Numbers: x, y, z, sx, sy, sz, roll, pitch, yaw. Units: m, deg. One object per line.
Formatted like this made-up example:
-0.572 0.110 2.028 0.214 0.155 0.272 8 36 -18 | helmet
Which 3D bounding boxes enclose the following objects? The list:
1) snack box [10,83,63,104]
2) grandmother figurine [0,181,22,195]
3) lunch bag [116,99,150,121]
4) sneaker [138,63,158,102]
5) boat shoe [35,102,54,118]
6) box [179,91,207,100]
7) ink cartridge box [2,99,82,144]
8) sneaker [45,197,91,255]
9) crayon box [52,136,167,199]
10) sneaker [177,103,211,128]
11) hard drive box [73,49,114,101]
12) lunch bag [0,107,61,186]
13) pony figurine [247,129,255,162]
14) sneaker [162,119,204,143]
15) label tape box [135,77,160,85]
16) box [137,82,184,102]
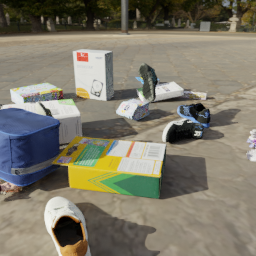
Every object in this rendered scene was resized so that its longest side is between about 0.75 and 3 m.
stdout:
-4.545 -1.630 13.994 2.030 0.687 1.712 -17 30 -36 | snack box
-3.214 1.532 7.021 1.028 0.311 0.623 -3 10 -39 | grandmother figurine
0.209 -0.789 12.073 1.147 0.729 0.973 -27 33 -35 | lunch bag
0.891 -1.730 10.632 0.666 0.634 1.681 11 59 -35 | sneaker
-2.506 -0.427 8.586 0.358 1.002 0.299 11 49 31 | boat shoe
3.358 -1.727 14.712 1.505 0.312 0.291 9 26 18 | box
-3.131 -0.187 10.152 2.606 1.095 1.896 -8 25 -17 | ink cartridge box
-1.226 1.883 5.700 0.806 0.937 2.214 -13 25 -23 | sneaker
-0.422 1.014 7.903 2.853 0.736 1.794 5 24 11 | crayon box
2.791 -0.744 11.830 0.725 0.806 2.068 -10 26 -21 | sneaker
-1.757 -2.752 14.451 1.859 2.385 0.916 9 25 22 | hard drive box
-3.197 0.503 7.866 2.510 1.661 1.705 16 22 30 | lunch bag
4.308 0.557 8.934 1.182 1.020 1.225 10 9 0 | pony figurine
2.102 0.124 10.006 1.035 0.676 1.850 17 27 35 | sneaker
1.173 -2.826 17.075 1.302 0.412 0.939 -5 24 -11 | label tape box
1.638 -1.864 14.580 2.135 0.388 1.541 -11 25 -5 | box
